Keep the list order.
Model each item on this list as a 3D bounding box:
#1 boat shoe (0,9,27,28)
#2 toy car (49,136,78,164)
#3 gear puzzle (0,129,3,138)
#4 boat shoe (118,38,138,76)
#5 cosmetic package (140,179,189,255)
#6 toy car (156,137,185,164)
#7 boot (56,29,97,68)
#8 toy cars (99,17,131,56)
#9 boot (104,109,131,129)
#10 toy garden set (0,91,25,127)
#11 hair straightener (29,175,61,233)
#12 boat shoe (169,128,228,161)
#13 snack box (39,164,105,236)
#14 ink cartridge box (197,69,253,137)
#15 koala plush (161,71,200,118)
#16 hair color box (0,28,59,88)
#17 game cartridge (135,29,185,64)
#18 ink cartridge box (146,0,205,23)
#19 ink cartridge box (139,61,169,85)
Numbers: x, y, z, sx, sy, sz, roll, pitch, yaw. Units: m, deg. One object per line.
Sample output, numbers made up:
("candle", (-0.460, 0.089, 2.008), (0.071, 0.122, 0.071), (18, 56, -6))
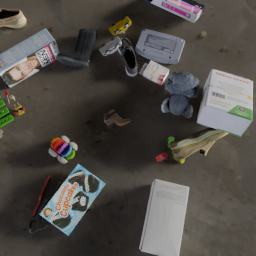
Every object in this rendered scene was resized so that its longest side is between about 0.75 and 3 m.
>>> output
("boat shoe", (-5.885, -5.024, 12.575), (2.458, 0.793, 0.876), (-2, 71, -1))
("toy car", (-2.473, 0.762, 10.562), (1.016, 0.762, 0.889), (36, 74, 12))
("gear puzzle", (-5.712, 0.751, 10.866), (1.019, 0.258, 1.967), (28, 76, 7))
("boat shoe", (-0.011, -3.169, 12.004), (0.678, 0.642, 1.938), (-10, 71, -3))
("cosmetic package", (1.237, 3.090, 9.608), (1.270, 1.002, 2.361), (14, 72, 4))
("toy car", (1.657, 0.816, 10.811), (1.123, 0.250, 1.057), (5, 71, 1))
("boot", (-2.214, -3.564, 12.164), (1.427, 0.568, 1.731), (13, 75, -7))
("toy cars", (-0.505, -3.982, 12.377), (0.945, 0.467, 2.108), (14, 72, 27))
("boot", (-0.467, -0.409, 11.198), (0.998, 0.351, 0.730), (-20, 71, -7))
("toy garden set", (-4.963, -0.845, 11.399), (1.185, 0.284, 1.422), (-32, 73, -9))
("hair straightener", (-2.912, 2.779, 10.029), (0.791, 0.420, 2.055), (21, 72, 7))
("boat shoe", (2.784, 0.606, 10.628), (2.425, 0.869, 0.923), (-19, 87, -9))
("snack box", (-1.952, 2.518, 9.994), (1.252, 0.400, 2.156), (37, 74, -2))
("ink cartridge box", (3.716, -1.023, 10.659), (1.695, 0.983, 2.340), (18, 48, 6))
("koala plush", (2.037, -1.254, 11.030), (1.447, 1.500, 1.632), (17, 84, 6))
("hair color box", (-4.147, -2.861, 11.561), (2.557, 1.266, 0.775), (-35, 74, -11))
("game cartridge", (1.380, -3.544, 12.290), (1.981, 0.405, 1.318), (18, 68, 7))
("ink cartridge box", (2.116, -5.724, 12.799), (2.636, 0.489, 1.248), (28, 49, 11))
("ink cartridge box", (1.089, -2.392, 11.872), (1.129, 0.381, 0.657), (29, 73, 10))
